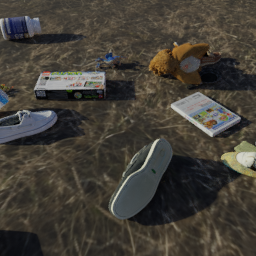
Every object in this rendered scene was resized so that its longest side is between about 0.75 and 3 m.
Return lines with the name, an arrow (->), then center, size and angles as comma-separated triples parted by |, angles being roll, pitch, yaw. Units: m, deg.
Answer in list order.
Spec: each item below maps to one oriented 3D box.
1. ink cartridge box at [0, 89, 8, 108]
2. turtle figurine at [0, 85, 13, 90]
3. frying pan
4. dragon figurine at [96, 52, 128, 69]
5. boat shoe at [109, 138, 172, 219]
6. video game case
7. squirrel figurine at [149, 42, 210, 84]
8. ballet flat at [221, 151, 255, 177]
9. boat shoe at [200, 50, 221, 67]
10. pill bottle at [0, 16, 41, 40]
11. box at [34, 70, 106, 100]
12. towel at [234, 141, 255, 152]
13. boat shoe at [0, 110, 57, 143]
ink cartridge box -> -5.337, -1.067, 10.917 | 1.038, 0.751, 0.764 | -42, 35, -2
turtle figurine -> -5.663, -1.737, 12.502 | 0.932, 0.300, 0.751 | 1, 40, 2
frying pan -> 3.624, -2.193, 13.037 | 1.143, 0.307, 1.889 | 20, 57, 28
dragon figurine -> -0.844, -3.527, 14.428 | 0.906, 0.536, 1.822 | 30, 50, 31
boat shoe -> 0.315, 1.502, 8.409 | 0.974, 1.035, 2.882 | -14, 30, 49
video game case -> 3.087, -0.620, 11.265 | 1.627, 0.205, 2.272 | -24, 46, -26
squirrel figurine -> 2.265, -3.289, 13.220 | 2.561, 1.812, 2.390 | -3, 30, -3
ballet flat -> 4.086, 1.191, 8.692 | 2.337, 0.826, 0.826 | 29, 48, 30
boat shoe -> 4.166, -3.698, 14.544 | 1.791, 0.643, 0.678 | -23, 45, -24
pill bottle -> -6.411, -6.051, 16.877 | 2.180, 1.210, 1.210 | -11, 42, -12
box -> -2.507, -1.961, 12.594 | 2.992, 0.519, 1.646 | -1, 40, -1
towel -> 4.167, 0.827, 9.595 | 0.657, 0.162, 0.885 | -27, 48, -27
boat shoe -> -3.827, -0.215, 10.310 | 2.481, 0.811, 0.913 | -26, 47, -27
